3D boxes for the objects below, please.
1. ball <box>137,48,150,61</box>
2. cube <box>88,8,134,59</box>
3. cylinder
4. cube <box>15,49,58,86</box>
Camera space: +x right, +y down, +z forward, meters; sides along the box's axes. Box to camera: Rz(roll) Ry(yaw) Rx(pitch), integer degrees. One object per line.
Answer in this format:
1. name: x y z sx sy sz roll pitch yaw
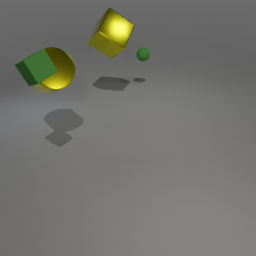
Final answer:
1. ball: 0.794 -3.829 14.594 0.700 0.700 0.700 0 31 0
2. cube: -0.796 -4.316 12.946 1.400 1.400 1.400 28 -19 -22
3. cylinder: -2.678 -1.940 9.720 1.400 1.400 1.400 -16 8 -25
4. cube: -2.523 -1.651 7.709 0.700 0.700 0.700 1 37 50
